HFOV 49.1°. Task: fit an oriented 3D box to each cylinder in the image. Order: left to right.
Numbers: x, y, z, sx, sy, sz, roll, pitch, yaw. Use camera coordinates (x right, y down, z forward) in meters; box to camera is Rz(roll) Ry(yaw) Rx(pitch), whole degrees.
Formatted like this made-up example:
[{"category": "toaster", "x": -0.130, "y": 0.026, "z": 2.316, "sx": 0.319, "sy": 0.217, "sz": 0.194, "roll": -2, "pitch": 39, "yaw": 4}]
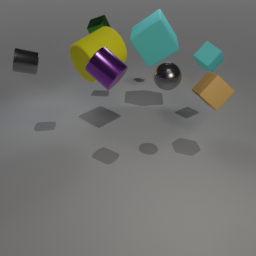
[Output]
[{"category": "cylinder", "x": -3.164, "y": -2.048, "z": 8.653, "sx": 0.700, "sy": 0.700, "sz": 0.700, "roll": 6, "pitch": 25, "yaw": -24}, {"category": "cylinder", "x": -0.999, "y": -2.489, "z": 9.481, "sx": 1.400, "sy": 1.400, "sz": 1.400, "roll": -40, "pitch": 45, "yaw": -26}, {"category": "cylinder", "x": -0.480, "y": -1.335, "z": 6.312, "sx": 0.700, "sy": 0.700, "sz": 0.700, "roll": 41, "pitch": 35, "yaw": -1}]

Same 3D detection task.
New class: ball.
[{"category": "ball", "x": 0.995, "y": -1.302, "z": 7.055, "sx": 0.700, "sy": 0.700, "sz": 0.700, "roll": 0, "pitch": 29, "yaw": 0}]

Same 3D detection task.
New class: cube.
[{"category": "cube", "x": -1.166, "y": -4.069, "z": 11.493, "sx": 0.700, "sy": 0.700, "sz": 0.700, "roll": -10, "pitch": 47, "yaw": 21}, {"category": "cube", "x": 1.059, "y": -3.596, "z": 11.245, "sx": 1.400, "sy": 1.400, "sz": 1.400, "roll": -27, "pitch": 31, "yaw": 24}, {"category": "cube", "x": 2.903, "y": -2.521, "z": 10.052, "sx": 0.700, "sy": 0.700, "sz": 0.700, "roll": 47, "pitch": 9, "yaw": 27}, {"category": "cube", "x": 2.319, "y": -1.024, "z": 7.682, "sx": 0.700, "sy": 0.700, "sz": 0.700, "roll": 38, "pitch": 12, "yaw": -17}]
